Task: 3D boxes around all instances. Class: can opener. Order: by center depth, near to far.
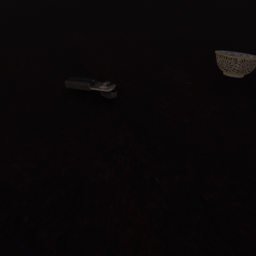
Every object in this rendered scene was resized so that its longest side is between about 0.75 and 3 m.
[{"bbox_3d":[-1.187,-1.255,8.997,1.813,0.606,0.484,10,37,28],"label":"can opener"}]

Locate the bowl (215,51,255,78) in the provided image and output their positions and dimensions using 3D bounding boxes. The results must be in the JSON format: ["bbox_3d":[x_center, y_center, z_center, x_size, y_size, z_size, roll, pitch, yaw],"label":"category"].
[{"bbox_3d":[3.545,-2.068,9.205,1.474,0.692,1.474,5,24,-2],"label":"bowl"}]
